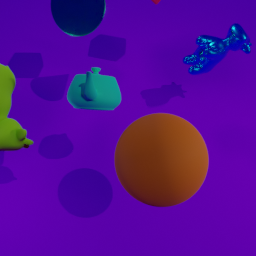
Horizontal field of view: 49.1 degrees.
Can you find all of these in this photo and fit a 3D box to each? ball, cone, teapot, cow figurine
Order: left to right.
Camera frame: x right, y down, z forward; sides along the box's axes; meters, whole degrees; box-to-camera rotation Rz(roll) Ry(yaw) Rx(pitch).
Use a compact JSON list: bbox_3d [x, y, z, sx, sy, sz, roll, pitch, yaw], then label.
[{"bbox_3d":[-2.025,-0.334,4.364,1.377,0.768,1.399,26,65,-23],"label":"cow figurine"},{"bbox_3d":[-0.914,-2.705,6.431,1.237,1.237,1.241,15,17,10],"label":"cone"},{"bbox_3d":[-0.578,-0.677,4.829,0.932,1.499,0.734,3,95,1],"label":"teapot"},{"bbox_3d":[0.457,0.440,3.940,1.300,1.300,1.300,0,55,0],"label":"ball"},{"bbox_3d":[2.249,-1.910,6.950,1.409,1.432,0.786,-8,64,-28],"label":"cow figurine"}]

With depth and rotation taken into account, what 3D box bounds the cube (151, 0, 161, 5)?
[{"bbox_3d":[0.696,-4.170,7.449,1.027,1.027,1.027,32,32,-28],"label":"cube"}]
